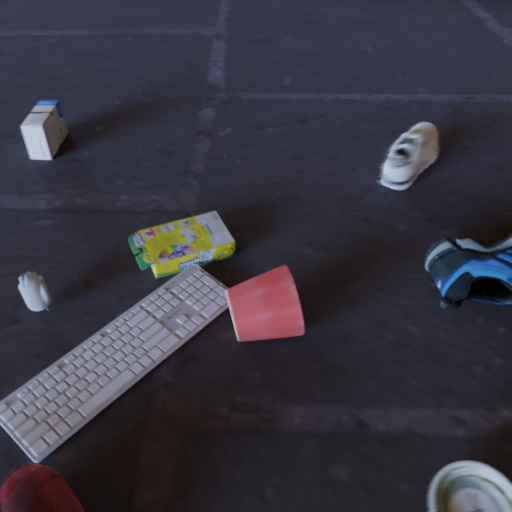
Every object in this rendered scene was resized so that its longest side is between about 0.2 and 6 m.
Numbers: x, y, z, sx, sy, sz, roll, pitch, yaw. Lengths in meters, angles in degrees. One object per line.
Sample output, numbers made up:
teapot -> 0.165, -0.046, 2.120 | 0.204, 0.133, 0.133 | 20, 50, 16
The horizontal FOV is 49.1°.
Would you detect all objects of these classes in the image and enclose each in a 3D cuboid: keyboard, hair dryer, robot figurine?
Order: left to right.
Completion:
hair dryer -> -2.717, 3.241, 5.987 | 2.575, 0.700, 1.961 | -1, 59, 6
robot figurine -> -3.435, 0.578, 8.718 | 0.566, 0.667, 0.377 | 6, 32, 36
keyboard -> -1.888, 1.365, 8.222 | 1.064, 0.202, 3.781 | 30, 50, 29

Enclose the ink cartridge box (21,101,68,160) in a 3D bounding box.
ink cartridge box -> -4.651, -2.779, 12.353 | 0.494, 0.855, 1.171 | 2, 41, 3

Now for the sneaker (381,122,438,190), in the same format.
sneaker -> 3.282, -2.261, 11.641 | 0.796, 0.839, 2.084 | 18, 52, 26

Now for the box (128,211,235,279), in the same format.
box -> -1.311, -0.184, 9.808 | 1.682, 0.407, 0.987 | -14, 44, -19

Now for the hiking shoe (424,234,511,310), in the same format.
hiking shoe -> 4.146, 0.281, 9.002 | 2.710, 1.008, 1.175 | -9, 52, 3

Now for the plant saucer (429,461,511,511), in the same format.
plant saucer -> 2.484, 2.906, 6.381 | 1.066, 0.267, 1.066 | 1, 51, -1

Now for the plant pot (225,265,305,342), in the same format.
plant pot -> 0.107, 0.774, 8.298 | 0.980, 1.108, 1.108 | -15, 43, -5
